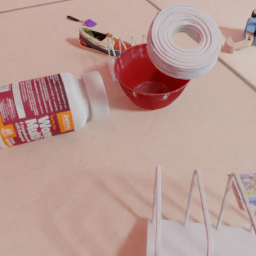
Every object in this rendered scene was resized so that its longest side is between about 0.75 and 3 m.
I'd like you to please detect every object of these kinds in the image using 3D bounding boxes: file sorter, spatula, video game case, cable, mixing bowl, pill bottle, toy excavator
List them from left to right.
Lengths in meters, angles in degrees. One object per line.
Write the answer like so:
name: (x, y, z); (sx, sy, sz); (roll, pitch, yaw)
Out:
pill bottle: (-1.879, -0.516, 6.729); (2.635, 1.443, 1.443); (-14, 49, -13)
spatula: (-1.853, -4.221, 11.002); (1.341, 0.138, 0.379); (21, 51, 18)
file sorter: (0.228, -2.176, 8.565); (1.598, 0.995, 1.109); (-10, 48, -9)
mixing bowl: (0.662, -1.241, 7.585); (2.046, 1.108, 2.046); (-1, 51, 1)
cable: (0.970, -1.490, 4.815); (1.298, 0.449, 1.298); (19, 73, 2)
file sorter: (1.631, 1.717, 4.238); (2.641, 1.645, 1.833); (5, 28, 4)
video game case: (2.626, 1.338, 5.974); (0.614, 0.077, 0.858); (-3, 48, -3)
toy excavator: (4.330, -3.222, 9.695); (1.752, 0.900, 1.802); (13, 58, 13)

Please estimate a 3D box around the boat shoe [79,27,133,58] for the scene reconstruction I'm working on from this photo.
boat shoe: (-0.736, -2.913, 9.476); (2.043, 0.639, 0.727); (18, 48, 14)
